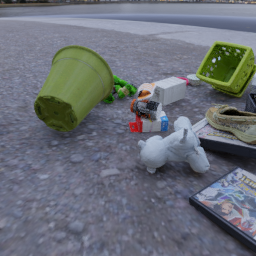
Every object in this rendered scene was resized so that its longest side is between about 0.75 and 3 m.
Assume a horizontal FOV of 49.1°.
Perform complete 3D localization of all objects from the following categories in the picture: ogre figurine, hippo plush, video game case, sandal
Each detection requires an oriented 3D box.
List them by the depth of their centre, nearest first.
[{"bbox_3d":[2.922,1.853,6.832,1.912,0.270,2.115,-24,31,-25],"label":"video game case"},{"bbox_3d":[1.317,0.801,8.347,1.708,1.692,2.125,-26,8,15],"label":"hippo plush"},{"bbox_3d":[3.787,0.119,9.768,2.993,0.382,2.705,11,28,43],"label":"video game case"},{"bbox_3d":[0.644,-1.451,10.307,0.588,0.440,1.536,-16,23,24],"label":"sandal"},{"bbox_3d":[-0.943,-1.938,13.426,2.570,1.261,1.541,-32,58,-23],"label":"ogre figurine"}]

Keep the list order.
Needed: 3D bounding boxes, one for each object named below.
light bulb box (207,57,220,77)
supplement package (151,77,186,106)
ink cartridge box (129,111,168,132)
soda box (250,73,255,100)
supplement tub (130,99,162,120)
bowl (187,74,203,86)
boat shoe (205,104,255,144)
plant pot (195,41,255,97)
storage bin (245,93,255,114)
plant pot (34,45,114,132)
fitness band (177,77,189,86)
[{"bbox_3d":[5.696,-3.411,16.269,1.594,1.003,1.608,22,35,34],"label":"light bulb box"},{"bbox_3d":[1.925,-1.768,13.312,1.529,0.894,0.897,-21,35,-34],"label":"supplement package"},{"bbox_3d":[0.778,-0.247,10.932,1.434,0.482,0.833,-3,30,-6],"label":"ink cartridge box"},{"bbox_3d":[6.646,-2.111,13.975,0.944,0.877,2.765,12,30,21],"label":"soda box"},{"bbox_3d":[0.686,-0.741,10.663,1.090,0.668,0.668,14,31,21],"label":"supplement tub"},{"bbox_3d":[3.703,-2.604,15.380,0.942,0.424,0.942,0,27,0],"label":"bowl"},{"bbox_3d":[3.571,-0.349,9.280,1.032,0.883,2.816,-14,22,-16],"label":"boat shoe"},{"bbox_3d":[4.958,-2.782,13.727,1.891,2.084,2.074,26,5,-44],"label":"plant pot"},{"bbox_3d":[5.601,-0.741,11.503,1.175,0.815,1.738,5,28,9],"label":"storage bin"},{"bbox_3d":[-2.184,-1.274,10.477,2.688,2.688,2.553,8,44,15],"label":"plant pot"},{"bbox_3d":[2.996,-2.586,15.620,0.729,0.190,1.015,6,30,3],"label":"fitness band"}]
